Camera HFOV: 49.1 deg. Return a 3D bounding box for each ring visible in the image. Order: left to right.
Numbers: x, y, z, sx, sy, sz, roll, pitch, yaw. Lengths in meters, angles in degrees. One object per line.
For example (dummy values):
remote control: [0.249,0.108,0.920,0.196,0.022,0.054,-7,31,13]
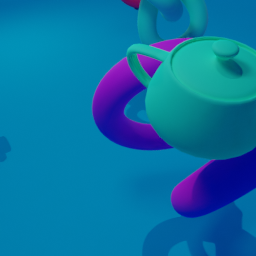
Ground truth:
ring: [0.562,-0.310,3.740,2.076,2.076,0.415,-6,58,-6]
ring: [1.363,0.370,3.294,2.017,2.017,0.403,-28,74,-27]

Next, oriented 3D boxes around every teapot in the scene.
teapot: [0.620,-0.246,1.917,1.446,0.708,0.899,25,55,18]

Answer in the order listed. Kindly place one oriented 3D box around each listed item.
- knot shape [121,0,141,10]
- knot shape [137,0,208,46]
knot shape: [0.088,-3.200,6.375,1.655,0.817,1.768,28,23,25]
knot shape: [0.543,-1.737,3.830,0.776,1.571,1.679,-1,36,35]
